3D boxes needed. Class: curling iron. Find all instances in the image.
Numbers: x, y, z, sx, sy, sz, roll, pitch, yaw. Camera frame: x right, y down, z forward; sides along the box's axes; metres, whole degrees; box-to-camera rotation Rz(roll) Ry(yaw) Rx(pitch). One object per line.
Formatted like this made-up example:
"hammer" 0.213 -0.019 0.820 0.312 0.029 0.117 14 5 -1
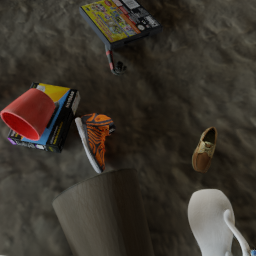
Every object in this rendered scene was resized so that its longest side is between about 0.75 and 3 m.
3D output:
"curling iron" -0.581 -2.735 10.336 0.552 0.284 2.225 -3 53 -26

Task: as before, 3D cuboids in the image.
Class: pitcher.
"pitcher" 2.167 2.373 6.654 1.097 1.552 1.809 13 58 -23

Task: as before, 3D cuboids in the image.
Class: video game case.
"video game case" -0.306 -4.269 11.016 2.340 0.330 2.590 -25 61 -19

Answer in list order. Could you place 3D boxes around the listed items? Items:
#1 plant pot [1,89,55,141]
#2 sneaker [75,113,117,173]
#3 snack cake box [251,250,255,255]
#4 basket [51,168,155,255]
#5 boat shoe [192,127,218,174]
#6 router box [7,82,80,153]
"plant pot" -2.705 -0.432 7.858 1.229 1.229 1.087 21 58 12
"sneaker" -0.789 0.304 8.281 1.109 0.768 1.979 -19 62 -9
"snack cake box" 3.784 3.834 6.220 2.379 0.799 1.368 15 60 9
"basket" -0.408 2.557 6.417 2.296 1.732 2.547 -26 64 9
"boat shoe" 2.279 0.594 8.232 0.563 0.550 1.489 17 61 10
"router box" -2.562 -0.358 8.782 1.577 0.540 2.114 10 61 5
